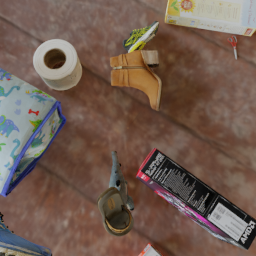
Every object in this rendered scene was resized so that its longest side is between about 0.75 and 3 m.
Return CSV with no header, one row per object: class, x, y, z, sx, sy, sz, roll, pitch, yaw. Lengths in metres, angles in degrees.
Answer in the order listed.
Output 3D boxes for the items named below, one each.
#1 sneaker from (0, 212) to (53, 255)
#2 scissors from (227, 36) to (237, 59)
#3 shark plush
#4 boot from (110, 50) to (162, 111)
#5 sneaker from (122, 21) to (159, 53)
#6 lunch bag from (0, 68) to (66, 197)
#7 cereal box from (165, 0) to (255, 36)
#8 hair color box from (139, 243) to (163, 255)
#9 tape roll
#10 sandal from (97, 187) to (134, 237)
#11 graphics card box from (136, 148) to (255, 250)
sneaker,-2.276,1.717,4.677,2.223,0.873,0.991,27,36,-9
scissors,3.514,-2.643,9.155,0.304,0.058,0.832,-16,76,-6
shark plush,-0.188,1.606,7.785,0.866,0.794,1.906,6,77,1
boot,0.240,-1.401,8.597,1.537,0.732,1.987,-6,75,4
sneaker,0.409,-2.994,8.991,0.615,0.541,1.454,42,80,9
lunch bag,-3.447,0.095,7.642,2.383,1.786,2.803,28,69,6
cereal box,2.825,-4.284,9.266,2.917,0.576,2.099,11,77,3
hair color box,0.312,4.072,7.334,0.923,0.557,1.818,43,81,9
tape roll,-2.113,-1.910,8.554,1.305,0.896,1.305,0,76,0
sandal,-0.170,1.811,5.735,0.670,1.639,0.447,-36,47,-24
graphics card box,1.596,1.781,7.188,2.989,1.875,0.760,35,77,6
